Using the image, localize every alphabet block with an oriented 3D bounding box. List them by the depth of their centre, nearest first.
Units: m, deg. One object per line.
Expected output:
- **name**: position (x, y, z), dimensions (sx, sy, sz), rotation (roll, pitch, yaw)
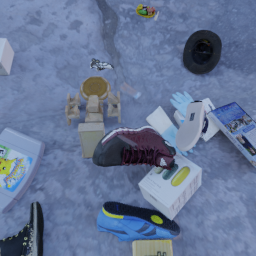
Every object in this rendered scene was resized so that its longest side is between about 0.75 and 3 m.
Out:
- **alphabet block**: position (0.767, 4.220, 8.848), dimensions (1.206, 1.199, 1.228), rotation (0, 65, -3)

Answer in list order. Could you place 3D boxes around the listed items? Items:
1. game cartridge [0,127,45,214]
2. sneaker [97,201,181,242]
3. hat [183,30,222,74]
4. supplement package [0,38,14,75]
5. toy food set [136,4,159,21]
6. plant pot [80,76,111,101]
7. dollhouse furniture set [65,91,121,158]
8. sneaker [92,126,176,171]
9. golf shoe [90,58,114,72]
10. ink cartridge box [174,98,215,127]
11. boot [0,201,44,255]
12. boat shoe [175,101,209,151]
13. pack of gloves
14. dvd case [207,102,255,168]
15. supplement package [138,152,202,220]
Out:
- **game cartridge**: position (-4.455, 1.541, 10.448), dimensions (1.947, 0.591, 2.920), rotation (22, 67, 6)
- **sneaker**: position (0.332, 3.365, 9.535), dimensions (2.824, 0.931, 1.107), rotation (15, 105, -5)
- **hat**: position (3.347, -3.309, 12.391), dimensions (1.893, 0.764, 1.893), rotation (4, 97, 32)
- **supplement package**: position (-5.945, -3.124, 12.295), dimensions (1.365, 1.004, 1.306), rotation (1, 65, 1)
- **toy food set**: position (0.973, -5.867, 13.888), dimensions (1.205, 0.394, 0.709), rotation (23, 67, 10)
- **plant pot**: position (-1.419, -1.728, 12.118), dimensions (1.355, 0.186, 1.355), rotation (0, 66, 0)
- **dollhouse furniture set**: position (-1.324, -0.178, 11.042), dimensions (2.109, 1.494, 2.295), rotation (-3, 44, -2)
- **sneaker**: position (0.464, 0.710, 8.001), dimensions (1.654, 1.084, 2.864), rotation (31, 29, 30)
- **golf shoe**: position (-0.837, -1.968, 9.045), dimensions (0.809, 0.314, 0.382), rotation (18, 91, 10)
- **ink cartridge box**: position (2.751, -0.511, 11.362), dimensions (1.534, 0.520, 0.883), rotation (-22, 70, -9)
- **boot**: position (-3.677, 3.577, 9.397), dimensions (1.558, 0.745, 2.063), rotation (-8, 65, -1)
- **boat shoe**: position (2.127, 0.120, 8.832), dimensions (0.757, 0.941, 2.028), rotation (-3, 46, 37)
- **pack of gloves**: position (2.081, -0.209, 10.856), dimensions (1.946, 0.457, 2.317), rotation (-44, 73, 10)
- **dvd case**: position (4.536, 0.250, 10.661), dimensions (2.054, 0.253, 2.879), rotation (-18, 62, -42)
- **supplement package**: position (1.491, 1.933, 9.671), dimensions (1.319, 1.309, 1.738), rotation (34, 69, 31)
